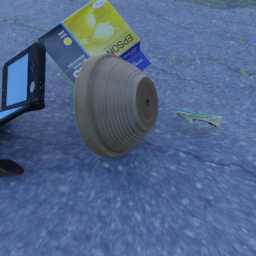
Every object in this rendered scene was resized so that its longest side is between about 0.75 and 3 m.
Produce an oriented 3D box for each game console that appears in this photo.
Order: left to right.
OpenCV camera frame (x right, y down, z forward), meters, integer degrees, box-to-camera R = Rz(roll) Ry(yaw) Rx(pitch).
[{"bbox_3d":[-3.371,-0.846,7.075,1.601,2.419,2.750,3,-4,-41],"label":"game console"}]

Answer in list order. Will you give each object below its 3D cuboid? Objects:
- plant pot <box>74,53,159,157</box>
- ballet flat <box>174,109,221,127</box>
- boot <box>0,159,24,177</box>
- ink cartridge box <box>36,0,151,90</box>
[{"bbox_3d":[-0.046,-0.537,6.588,1.155,2.502,2.502,-1,33,30],"label":"plant pot"},{"bbox_3d":[1.920,-0.247,7.793,1.323,0.413,0.446,8,3,8],"label":"ballet flat"},{"bbox_3d":[-2.929,0.978,6.581,0.955,0.463,0.357,21,43,-8],"label":"boot"},{"bbox_3d":[-0.982,-2.394,8.804,2.633,0.626,2.665,-41,90,-14],"label":"ink cartridge box"}]
